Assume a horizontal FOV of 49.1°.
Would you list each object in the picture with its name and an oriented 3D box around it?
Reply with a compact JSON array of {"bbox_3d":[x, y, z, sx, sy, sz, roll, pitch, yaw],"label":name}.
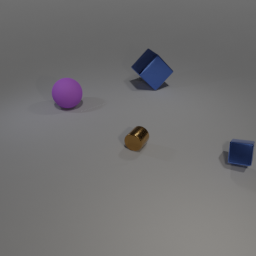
[{"bbox_3d":[1.285,-3.160,15.087,1.400,1.400,1.400,-46,34,9],"label":"cube"},{"bbox_3d":[-2.817,-1.621,12.998,1.400,1.400,1.400,0,30,0],"label":"ball"},{"bbox_3d":[0.327,0.383,10.235,0.700,0.700,0.700,15,33,23],"label":"cylinder"},{"bbox_3d":[3.677,0.774,9.079,0.700,0.700,0.700,7,10,26],"label":"cube"}]
